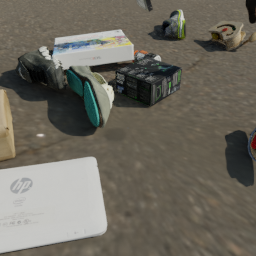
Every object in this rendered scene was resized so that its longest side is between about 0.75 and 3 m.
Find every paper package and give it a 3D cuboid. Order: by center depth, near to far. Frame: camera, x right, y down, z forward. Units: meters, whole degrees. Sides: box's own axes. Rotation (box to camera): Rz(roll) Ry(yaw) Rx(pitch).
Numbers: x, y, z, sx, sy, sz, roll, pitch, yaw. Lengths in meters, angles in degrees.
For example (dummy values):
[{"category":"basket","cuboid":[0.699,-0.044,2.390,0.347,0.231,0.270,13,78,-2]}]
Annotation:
[{"category":"paper package","cuboid":[-3.525,0.049,6.126,1.846,0.955,1.760,-12,38,-18]}]

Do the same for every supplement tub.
[{"category":"supplement tub","cuboid":[0.624,-2.362,9.776,0.951,0.583,0.583,28,45,34]}]

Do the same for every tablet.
[{"category":"tablet","cuboid":[-1.924,1.316,5.031,2.901,0.198,1.887,-7,36,-10]}]

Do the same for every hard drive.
[{"category":"hard drive","cuboid":[0.412,-4.204,8.755,0.189,1.000,0.699,-35,52,-6]}]

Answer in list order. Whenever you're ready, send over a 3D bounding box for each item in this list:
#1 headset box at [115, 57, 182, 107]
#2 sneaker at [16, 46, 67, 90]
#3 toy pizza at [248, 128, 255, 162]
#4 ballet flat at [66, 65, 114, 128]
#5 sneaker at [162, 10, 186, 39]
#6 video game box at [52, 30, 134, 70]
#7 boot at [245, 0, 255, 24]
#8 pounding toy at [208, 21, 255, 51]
[{"category":"headset box","cuboid":[0.654,-1.459,8.387,1.386,0.738,1.591,27,43,33]},{"category":"sneaker","cuboid":[-2.767,-1.747,8.706,1.269,0.932,2.806,-20,38,-19]},{"category":"toy pizza","cuboid":[3.334,0.016,5.736,1.925,0.305,1.925,-39,18,16]},{"category":"ballet flat","cuboid":[-0.886,-1.021,7.609,0.930,0.984,2.920,-12,37,-22]},{"category":"sneaker","cuboid":[2.072,-4.862,13.003,1.004,0.917,2.482,-2,34,3]},{"category":"video game box","cuboid":[-1.319,-2.914,10.231,2.696,0.631,2.456,-9,29,-6]},{"category":"boot","cuboid":[3.133,-3.078,6.956,0.282,0.819,0.879,7,35,29]},{"category":"pounding toy","cuboid":[4.272,-3.607,11.584,1.110,1.113,1.941,-44,39,-9]}]
